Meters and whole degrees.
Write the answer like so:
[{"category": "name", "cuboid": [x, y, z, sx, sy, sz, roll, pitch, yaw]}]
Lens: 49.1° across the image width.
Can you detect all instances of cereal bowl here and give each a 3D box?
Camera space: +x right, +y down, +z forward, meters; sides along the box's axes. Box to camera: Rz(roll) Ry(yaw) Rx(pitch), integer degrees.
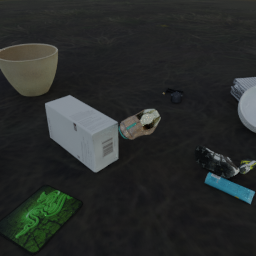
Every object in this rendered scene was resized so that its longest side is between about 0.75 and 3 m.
[{"category": "cereal bowl", "cuboid": [5.187, -0.593, 10.652, 2.058, 0.857, 2.058, -1, 63, 3]}]

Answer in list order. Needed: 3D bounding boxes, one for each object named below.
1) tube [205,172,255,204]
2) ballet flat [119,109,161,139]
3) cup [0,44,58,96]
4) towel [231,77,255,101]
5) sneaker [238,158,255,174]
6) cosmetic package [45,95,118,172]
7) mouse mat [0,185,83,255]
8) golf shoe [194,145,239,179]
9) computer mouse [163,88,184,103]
[{"category": "tube", "cuboid": [2.859, 1.672, 7.918, 1.321, 0.333, 0.512, 23, 46, 24]}, {"category": "ballet flat", "cuboid": [0.526, -0.181, 8.162, 0.766, 0.756, 2.250, 54, 25, 2]}, {"category": "cup", "cuboid": [-4.607, -2.671, 13.303, 2.748, 1.966, 2.748, 0, 31, 0]}, {"category": "towel", "cuboid": [5.794, -1.449, 12.384, 1.792, 0.926, 2.164, -6, 34, -7]}, {"category": "sneaker", "cuboid": [3.643, 1.181, 8.740, 0.829, 0.309, 0.351, -11, 26, -33]}, {"category": "cosmetic package", "cuboid": [-1.559, 0.090, 9.324, 2.666, 1.504, 1.082, 26, 40, 38]}, {"category": "mouse mat", "cuboid": [-2.258, 2.243, 7.210, 1.491, 0.070, 1.853, 17, 35, 25]}, {"category": "golf shoe", "cuboid": [2.733, 1.055, 8.761, 0.742, 0.611, 1.571, 2, 26, -35]}, {"category": "computer mouse", "cuboid": [2.095, -1.597, 13.146, 0.964, 0.316, 1.373, 9, 33, 13]}]
